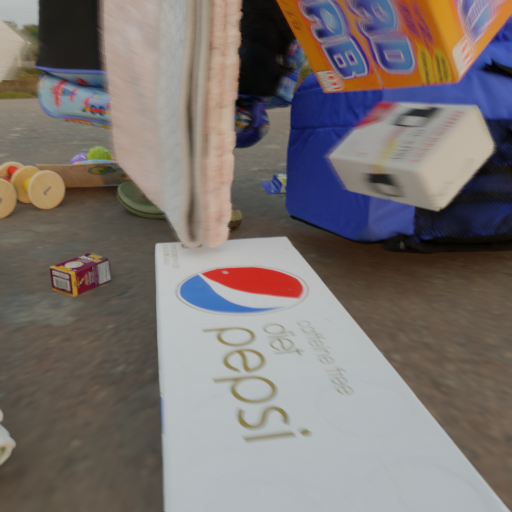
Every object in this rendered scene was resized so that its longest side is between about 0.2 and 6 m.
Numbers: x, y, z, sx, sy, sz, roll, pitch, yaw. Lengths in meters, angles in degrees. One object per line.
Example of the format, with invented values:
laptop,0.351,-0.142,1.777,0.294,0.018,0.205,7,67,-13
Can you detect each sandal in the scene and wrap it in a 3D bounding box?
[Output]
sandal,-1.449,-1.154,10.698,3.015,0.860,1.197,15,25,37

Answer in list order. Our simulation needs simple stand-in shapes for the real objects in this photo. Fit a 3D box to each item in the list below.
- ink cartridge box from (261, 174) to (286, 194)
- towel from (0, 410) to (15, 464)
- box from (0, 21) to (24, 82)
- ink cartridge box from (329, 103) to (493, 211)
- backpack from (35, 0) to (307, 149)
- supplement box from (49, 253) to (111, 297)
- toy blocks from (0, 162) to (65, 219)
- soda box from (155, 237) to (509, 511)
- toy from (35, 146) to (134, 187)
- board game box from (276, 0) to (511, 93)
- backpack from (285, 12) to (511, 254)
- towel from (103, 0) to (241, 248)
ink cartridge box,0.778,-1.730,13.249,1.203,0.283,1.189,-1,20,-8
towel,-3.247,1.250,3.746,2.534,0.610,2.169,22,36,30
box,-3.216,-1.889,5.817,0.863,1.387,0.676,16,-14,36
ink cartridge box,1.437,-0.987,5.308,0.875,0.497,1.201,-47,33,-13
backpack,-1.070,-3.569,9.987,4.081,3.007,4.471,13,12,23
supplement box,-2.347,0.246,7.518,0.438,0.345,0.669,12,22,29
toy blocks,-5.376,-1.445,11.614,2.233,0.811,1.861,17,25,39
soda box,0.032,1.040,3.877,1.365,1.276,4.007,-4,20,-10
toy,-3.391,-2.076,12.759,2.777,0.656,1.599,0,-11,-9
board game box,0.978,-2.041,3.913,1.218,1.218,1.219,15,59,51
backpack,3.172,-1.923,8.372,4.541,3.811,3.690,-1,17,-16
towel,-0.963,-2.006,5.394,0.506,3.140,2.999,-8,29,-25
